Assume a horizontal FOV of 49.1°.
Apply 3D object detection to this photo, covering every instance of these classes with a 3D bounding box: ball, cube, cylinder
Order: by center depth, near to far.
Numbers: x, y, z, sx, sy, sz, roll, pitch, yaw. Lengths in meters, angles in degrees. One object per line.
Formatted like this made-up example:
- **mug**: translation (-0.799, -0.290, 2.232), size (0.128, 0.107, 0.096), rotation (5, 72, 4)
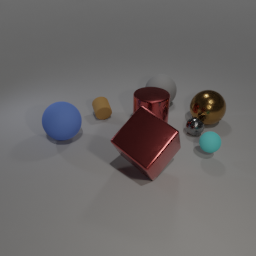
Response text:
- **cube**: translation (0.577, 0.481, 8.316), size (1.400, 1.400, 1.400), rotation (37, 80, 23)
- **ball**: translation (2.697, 0.463, 9.197), size (0.700, 0.700, 0.700), rotation (0, 32, 0)
- **ball**: translation (-2.378, -0.254, 10.096), size (1.400, 1.400, 1.400), rotation (0, 32, 0)
- **ball**: translation (2.526, -0.064, 10.566), size (0.700, 0.700, 0.700), rotation (0, 32, 0)
- **cylinder**: translation (0.896, -0.706, 10.947), size (1.400, 1.400, 1.400), rotation (0, 32, 0)
- **ball**: translation (3.164, -0.813, 11.122), size (1.400, 1.400, 1.400), rotation (0, 32, 0)
- **cylinder**: translation (-1.085, -0.827, 11.654), size (0.700, 0.700, 0.700), rotation (-10, 48, -15)
- **ball**: translation (1.451, -1.673, 12.424), size (1.400, 1.400, 1.400), rotation (0, 32, 0)
